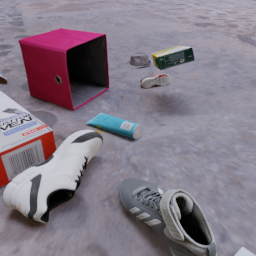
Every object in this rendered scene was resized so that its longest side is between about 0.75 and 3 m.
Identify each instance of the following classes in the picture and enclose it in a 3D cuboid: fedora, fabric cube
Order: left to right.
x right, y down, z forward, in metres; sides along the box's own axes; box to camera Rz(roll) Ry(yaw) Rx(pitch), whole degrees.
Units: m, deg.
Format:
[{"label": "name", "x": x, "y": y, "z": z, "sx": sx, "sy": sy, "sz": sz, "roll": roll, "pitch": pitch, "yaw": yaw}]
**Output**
[{"label": "fabric cube", "x": -2.091, "y": -2.121, "z": 9.605, "sx": 2.072, "sy": 2.039, "sz": 2.078, "roll": 19, "pitch": 38, "yaw": 27}, {"label": "fedora", "x": 0.489, "y": -3.095, "z": 12.550, "sx": 1.127, "sy": 0.509, "sz": 0.997, "roll": -13, "pitch": 35, "yaw": -20}]

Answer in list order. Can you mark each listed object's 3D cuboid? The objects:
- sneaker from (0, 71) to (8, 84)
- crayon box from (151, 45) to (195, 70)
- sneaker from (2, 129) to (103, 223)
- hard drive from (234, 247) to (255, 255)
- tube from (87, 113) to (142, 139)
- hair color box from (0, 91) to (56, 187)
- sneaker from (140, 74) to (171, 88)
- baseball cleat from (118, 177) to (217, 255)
[{"label": "sneaker", "x": -4.944, "y": -2.000, "z": 11.020, "sx": 0.891, "sy": 0.312, "sz": 0.483, "roll": 13, "pitch": 36, "yaw": 24}, {"label": "crayon box", "x": 1.355, "y": -2.227, "z": 8.786, "sx": 1.039, "sy": 0.426, "sz": 1.653, "roll": -15, "pitch": 19, "yaw": 3}, {"label": "sneaker", "x": -1.283, "y": 0.978, "z": 5.955, "sx": 1.019, "sy": 0.939, "sz": 2.548, "roll": 26, "pitch": 47, "yaw": 23}, {"label": "hard drive", "x": 2.070, "y": 2.478, "z": 4.056, "sx": 0.932, "sy": 0.186, "sz": 1.413, "roll": -26, "pitch": 38, "yaw": -34}, {"label": "tube", "x": -0.395, "y": -0.104, "z": 8.015, "sx": 1.653, "sy": 0.417, "sz": 0.640, "roll": 18, "pitch": 36, "yaw": 33}, {"label": "hair color box", "x": -3.301, "y": 0.119, "z": 7.126, "sx": 1.629, "sy": 0.939, "sz": 2.938, "roll": -28, "pitch": 41, "yaw": -36}, {"label": "sneaker", "x": 1.028, "y": -1.867, "z": 10.697, "sx": 1.228, "sy": 0.473, "sz": 0.503, "roll": -10, "pitch": 28, "yaw": -17}, {"label": "baseball cleat", "x": 0.614, "y": 1.326, "z": 4.895, "sx": 0.847, "sy": 1.293, "sz": 2.429, "roll": -27, "pitch": 39, "yaw": -28}]
